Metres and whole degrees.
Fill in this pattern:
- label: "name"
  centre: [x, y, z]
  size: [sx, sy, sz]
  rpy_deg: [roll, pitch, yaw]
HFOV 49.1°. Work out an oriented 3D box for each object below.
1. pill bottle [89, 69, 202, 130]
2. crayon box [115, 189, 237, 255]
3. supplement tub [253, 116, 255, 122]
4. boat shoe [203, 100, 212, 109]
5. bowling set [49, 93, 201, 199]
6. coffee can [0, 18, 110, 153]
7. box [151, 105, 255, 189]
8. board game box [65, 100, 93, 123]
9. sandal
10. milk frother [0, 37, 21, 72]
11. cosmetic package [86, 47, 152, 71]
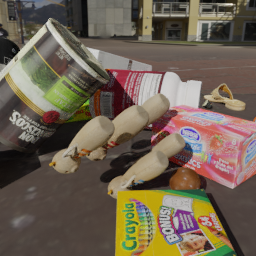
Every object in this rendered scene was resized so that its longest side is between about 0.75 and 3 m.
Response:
- label: "pill bottle"
  centre: [0.524, -0.782, 7.929]
  size: [2.926, 1.653, 1.653]
  rpy_deg: [7, 21, 15]
- label: "crayon box"
  centre: [0.512, 1.381, 3.616]
  size: [1.330, 0.449, 1.541]
  rpy_deg: [0, 20, -1]
- label: "supplement tub"
  centre: [3.639, -0.012, 7.210]
  size: [0.687, 0.687, 1.285]
  rpy_deg: [3, 20, 9]
- label: "boat shoe"
  centre: [2.922, -0.869, 10.312]
  size: [0.241, 0.282, 0.770]
  rpy_deg: [36, 16, 3]
- label: "bowling set"
  centre: [0.137, 0.647, 4.881]
  size: [1.478, 1.917, 2.754]
  rpy_deg: [-40, -10, 33]
- label: "coffee can"
  centre: [-1.836, -0.878, 6.121]
  size: [2.382, 1.743, 1.743]
  rpy_deg: [-42, 16, 12]
- label: "box"
  centre: [1.612, 0.257, 5.939]
  size: [1.102, 1.016, 2.147]
  rpy_deg: [-15, 25, -37]
- label: "board game box"
  centre: [-1.553, -0.660, 9.264]
  size: [2.204, 0.525, 1.119]
  rpy_deg: [-10, 22, -26]
- label: "sandal"
  centre: [3.741, -1.316, 10.781]
  size: [0.830, 0.745, 2.264]
  rpy_deg: [-5, 20, -14]
- label: "milk frother"
  centre: [-4.338, -1.153, 7.916]
  size: [2.423, 2.279, 2.187]
  rpy_deg: [-29, -29, 31]
- label: "cosmetic package"
  centre: [-0.481, -1.990, 10.549]
  size: [1.066, 1.463, 2.878]
  rpy_deg: [25, 17, 39]
